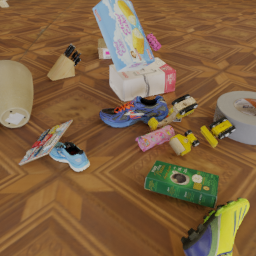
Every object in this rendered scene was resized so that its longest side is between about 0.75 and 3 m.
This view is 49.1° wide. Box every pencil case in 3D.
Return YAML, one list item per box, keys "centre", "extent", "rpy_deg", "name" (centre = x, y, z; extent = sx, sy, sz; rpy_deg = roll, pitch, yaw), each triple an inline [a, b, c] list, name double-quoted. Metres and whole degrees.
- centre: [1.207, -3.998, 13.024]
  extent: [0.434, 0.421, 0.927]
  rpy_deg: [-6, 54, -31]
  name: "pencil case"
- centre: [1.055, 0.371, 10.716]
  extent: [1.488, 0.650, 0.650]
  rpy_deg: [-20, 40, -22]
  name: "pencil case"

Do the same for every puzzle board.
- centre: [-2.999, 0.472, 10.286]
  extent: [1.527, 0.176, 2.027]
  rpy_deg: [-22, 26, 28]
  name: "puzzle board"

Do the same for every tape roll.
- centre: [5.091, -0.501, 11.694]
  extent: [2.833, 0.936, 2.833]
  rpy_deg: [0, 36, 0]
  name: "tape roll"

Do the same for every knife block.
- centre: [-3.569, -3.692, 15.569]
  extent: [1.965, 1.725, 0.629]
  rpy_deg: [-18, 38, -24]
  name: "knife block"

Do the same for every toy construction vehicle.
- centre: [2.423, -0.025, 10.943]
  extent: [2.643, 0.931, 2.301]
  rpy_deg: [-28, 66, -21]
  name: "toy construction vehicle"

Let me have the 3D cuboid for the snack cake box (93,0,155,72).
- centre: [-0.154, -3.906, 11.837]
  extent: [0.971, 2.890, 1.662]
  rpy_deg: [-23, -2, 38]
  name: "snack cake box"

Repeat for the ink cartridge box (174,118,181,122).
- centre: [1.923, -0.638, 12.503]
  extent: [0.936, 0.223, 0.947]
  rpy_deg: [3, 38, 11]
  name: "ink cartridge box"

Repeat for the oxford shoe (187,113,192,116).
- centre: [2.840, -0.797, 12.760]
  extent: [0.911, 0.321, 0.341]
  rpy_deg: [-29, 71, -38]
  name: "oxford shoe"

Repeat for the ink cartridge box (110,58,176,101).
- centre: [0.698, -2.550, 14.394]
  extent: [2.868, 1.187, 2.101]
  rpy_deg: [-13, 37, -18]
  name: "ink cartridge box"

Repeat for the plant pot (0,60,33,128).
- centre: [-5.018, -1.247, 12.002]
  extent: [2.281, 2.281, 2.436]
  rpy_deg: [-15, 53, -20]
  name: "plant pot"

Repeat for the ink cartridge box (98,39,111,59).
- centre: [-0.884, -5.340, 18.696]
  extent: [2.207, 0.829, 1.818]
  rpy_deg: [-2, 36, -3]
  name: "ink cartridge box"

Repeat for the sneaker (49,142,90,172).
- centre: [-2.127, 0.762, 9.927]
  extent: [1.939, 0.872, 0.760]
  rpy_deg: [19, 39, 32]
  name: "sneaker"

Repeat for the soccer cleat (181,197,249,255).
- centre: [2.480, 2.751, 7.391]
  extent: [2.624, 0.848, 1.097]
  rpy_deg: [-23, 71, -36]
  name: "soccer cleat"

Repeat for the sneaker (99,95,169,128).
- centre: [0.245, -0.815, 11.850]
  extent: [2.994, 1.174, 1.128]
  rpy_deg: [-7, 33, 2]
  name: "sneaker"

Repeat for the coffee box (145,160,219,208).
- centre: [1.704, 1.694, 8.763]
  extent: [2.130, 0.468, 1.309]
  rpy_deg: [12, 23, 15]
  name: "coffee box"
